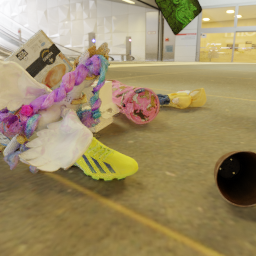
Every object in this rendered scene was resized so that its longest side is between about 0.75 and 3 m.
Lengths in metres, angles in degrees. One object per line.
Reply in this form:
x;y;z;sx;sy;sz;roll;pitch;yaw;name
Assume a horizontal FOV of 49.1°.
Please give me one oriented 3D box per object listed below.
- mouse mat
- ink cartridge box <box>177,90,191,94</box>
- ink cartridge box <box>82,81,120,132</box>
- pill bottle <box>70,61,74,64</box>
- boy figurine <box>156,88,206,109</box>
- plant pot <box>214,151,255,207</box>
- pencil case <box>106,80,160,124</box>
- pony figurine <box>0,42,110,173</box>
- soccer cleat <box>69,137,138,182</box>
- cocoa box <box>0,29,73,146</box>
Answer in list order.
1.950;-4.640;10.583;1.861;1.497;0.070;43;6;-43;mouse mat
2.722;-1.396;12.341;1.013;0.424;0.731;7;18;24;ink cartridge box
-1.407;-0.723;8.382;2.119;1.327;1.362;4;17;17;ink cartridge box
-4.171;-2.637;14.462;2.925;1.628;1.628;3;16;13;pill bottle
1.911;-1.178;11.039;2.400;0.773;1.492;-1;13;4;boy figurine
1.753;0.724;4.575;0.843;0.843;0.902;1;4;4;plant pot
-0.096;-0.979;9.645;1.178;1.231;2.846;-44;28;-8;pencil case
-1.390;-0.224;4.787;2.112;2.536;2.448;43;45;5;pony figurine
-0.684;0.452;5.288;1.931;0.807;0.624;11;19;33;soccer cleat
-2.403;-0.824;6.357;1.481;1.457;2.221;-2;45;54;cocoa box
